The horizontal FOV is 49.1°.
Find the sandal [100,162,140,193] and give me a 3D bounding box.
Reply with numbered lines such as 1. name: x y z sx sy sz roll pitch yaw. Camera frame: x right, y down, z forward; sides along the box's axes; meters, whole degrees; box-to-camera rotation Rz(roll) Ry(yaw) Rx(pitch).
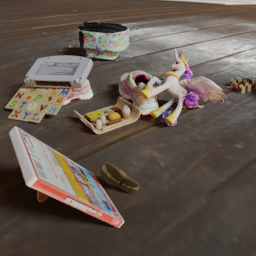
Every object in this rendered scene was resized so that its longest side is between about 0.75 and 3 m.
1. sandal: -0.182 1.074 6.184 1.014 0.414 0.277 30 19 -12

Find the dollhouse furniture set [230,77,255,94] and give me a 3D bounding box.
1. dollhouse furniture set: 4.708 -1.717 11.326 0.886 0.461 0.896 -16 32 -4

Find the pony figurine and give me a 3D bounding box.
1. pony figurine: 1.675 -1.161 8.953 2.265 2.186 1.886 -47 9 -19

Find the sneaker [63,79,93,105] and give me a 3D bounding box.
1. sneaker: -2.209 -1.412 10.294 1.866 0.823 0.759 -18 35 -27

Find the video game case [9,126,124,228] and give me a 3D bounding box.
1. video game case: -1.131 0.954 5.298 0.199 2.279 1.629 -47 41 1

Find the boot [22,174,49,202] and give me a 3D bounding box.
1. boot: -2.079 1.129 6.467 0.874 0.420 1.196 -4 47 24

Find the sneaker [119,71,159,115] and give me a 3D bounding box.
1. sneaker: 0.413 -1.563 10.171 1.112 1.205 2.733 -11 33 -18

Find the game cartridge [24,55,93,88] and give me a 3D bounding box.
1. game cartridge: -2.417 -2.030 9.993 2.193 0.455 1.460 4 45 15

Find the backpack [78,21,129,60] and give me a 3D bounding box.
1. backpack: -1.148 -4.616 14.650 2.459 1.852 2.183 0 29 11

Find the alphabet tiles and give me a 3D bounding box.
1. alphabet tiles: -2.986 -1.176 9.715 2.068 0.079 2.485 8 52 20

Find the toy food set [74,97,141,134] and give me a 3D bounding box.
1. toy food set: -0.669 -0.508 9.048 1.805 0.545 1.295 -19 36 -30
